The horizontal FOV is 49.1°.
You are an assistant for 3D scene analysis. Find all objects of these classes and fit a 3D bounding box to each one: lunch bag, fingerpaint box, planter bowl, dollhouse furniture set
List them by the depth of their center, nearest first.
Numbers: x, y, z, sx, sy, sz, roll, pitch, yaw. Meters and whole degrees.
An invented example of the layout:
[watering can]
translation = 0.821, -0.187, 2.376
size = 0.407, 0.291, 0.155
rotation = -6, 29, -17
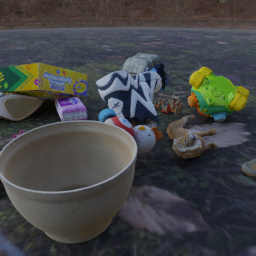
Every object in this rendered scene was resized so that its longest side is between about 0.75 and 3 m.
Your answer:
[planter bowl]
translation = -1.040, 1.101, 5.451
size = 2.469, 1.662, 2.469
rotation = -2, 27, 1
[fingerpaint box]
translation = -3.334, -1.810, 11.136
size = 2.281, 1.003, 2.734
rotation = 2, 2, 30
[dollhouse furniture set]
translation = 1.756, -0.890, 11.407
size = 1.055, 0.544, 1.044
rotation = 19, 42, 36
[lunch bag]
translation = 0.743, -3.218, 15.441
size = 1.947, 1.356, 1.633
rotation = 23, 49, 41

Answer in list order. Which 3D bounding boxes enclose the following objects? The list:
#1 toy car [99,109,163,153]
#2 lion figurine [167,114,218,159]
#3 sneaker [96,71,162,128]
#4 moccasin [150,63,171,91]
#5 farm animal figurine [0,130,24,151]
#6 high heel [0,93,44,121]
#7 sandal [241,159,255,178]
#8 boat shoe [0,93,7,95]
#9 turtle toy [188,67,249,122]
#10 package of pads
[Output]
[toy car]
translation = 0.180, 0.222, 7.230
size = 1.535, 1.358, 1.415
rotation = -14, 43, -15
[lion figurine]
translation = 1.733, 0.245, 8.544
size = 1.453, 0.860, 2.372
rotation = -11, 16, -11
[sneaker]
translation = 0.395, -0.677, 8.615
size = 1.180, 1.925, 2.957
rotation = -21, -4, 27
[moccasin]
translation = 1.411, -2.075, 11.662
size = 0.764, 0.647, 1.898
rotation = 44, -1, 13
[farm animal figurine]
translation = -3.494, 0.900, 6.870
size = 2.137, 1.074, 1.725
rotation = 6, 44, 6
[high heel]
translation = -4.945, -0.926, 10.740
size = 2.962, 1.058, 2.111
rotation = -18, 27, -32
[sandal]
translation = 3.820, 0.830, 7.467
size = 1.843, 0.498, 0.740
rotation = -12, 27, -25
[boat shoe]
translation = -4.922, -1.527, 11.946
size = 1.008, 1.090, 2.953
rotation = 13, 38, 18
[turtle toy]
translation = 3.342, -1.228, 10.753
size = 2.124, 1.473, 2.915
rotation = 33, 31, 13
[package of pads]
translation = -2.206, -0.721, 10.730
size = 0.954, 0.599, 1.583
rotation = -7, 26, -21
